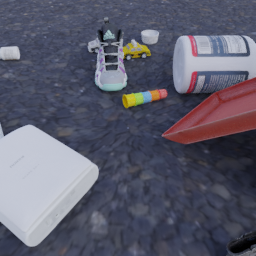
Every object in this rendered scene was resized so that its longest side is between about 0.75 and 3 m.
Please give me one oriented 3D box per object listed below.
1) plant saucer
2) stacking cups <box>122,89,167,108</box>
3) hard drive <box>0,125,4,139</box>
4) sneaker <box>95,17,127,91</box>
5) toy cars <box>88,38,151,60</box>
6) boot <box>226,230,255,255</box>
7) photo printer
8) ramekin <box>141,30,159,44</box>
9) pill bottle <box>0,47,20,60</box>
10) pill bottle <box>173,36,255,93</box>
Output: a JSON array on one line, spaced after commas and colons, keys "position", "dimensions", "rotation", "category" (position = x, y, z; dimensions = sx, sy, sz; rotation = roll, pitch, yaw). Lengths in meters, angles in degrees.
[{"position": [2.494, -0.500, 6.345], "dimensions": [2.689, 0.493, 2.684], "rotation": [-36, 9, -36], "category": "plant saucer"}, {"position": [0.521, -0.950, 8.382], "dimensions": [1.359, 0.411, 0.411], "rotation": [-16, 42, -20], "category": "stacking cups"}, {"position": [-4.325, -0.095, 7.378], "dimensions": [1.698, 0.343, 2.574], "rotation": [-19, 42, -21], "category": "hard drive"}, {"position": [-0.625, -2.590, 9.206], "dimensions": [1.082, 1.948, 2.784], "rotation": [-5, 39, -6], "category": "sneaker"}, {"position": [-0.387, -3.289, 11.175], "dimensions": [2.655, 0.588, 1.190], "rotation": [17, 41, 20], "category": "toy cars"}, {"position": [2.076, 1.915, 4.484], "dimensions": [1.251, 0.824, 0.437], "rotation": [-19, 41, -22], "category": "boot"}, {"position": [-1.976, 0.923, 5.519], "dimensions": [2.206, 0.766, 1.835], "rotation": [27, 55, 26], "category": "photo printer"}, {"position": [0.945, -3.923, 12.120], "dimensions": [0.760, 0.399, 0.760], "rotation": [0, 39, 0], "category": "ramekin"}, {"position": [-4.632, -2.846, 10.706], "dimensions": [0.846, 0.484, 0.484], "rotation": [-4, 39, -6], "category": "pill bottle"}, {"position": [2.947, -1.934, 8.587], "dimensions": [2.875, 1.719, 1.719], "rotation": [-1, 39, -2], "category": "pill bottle"}]
